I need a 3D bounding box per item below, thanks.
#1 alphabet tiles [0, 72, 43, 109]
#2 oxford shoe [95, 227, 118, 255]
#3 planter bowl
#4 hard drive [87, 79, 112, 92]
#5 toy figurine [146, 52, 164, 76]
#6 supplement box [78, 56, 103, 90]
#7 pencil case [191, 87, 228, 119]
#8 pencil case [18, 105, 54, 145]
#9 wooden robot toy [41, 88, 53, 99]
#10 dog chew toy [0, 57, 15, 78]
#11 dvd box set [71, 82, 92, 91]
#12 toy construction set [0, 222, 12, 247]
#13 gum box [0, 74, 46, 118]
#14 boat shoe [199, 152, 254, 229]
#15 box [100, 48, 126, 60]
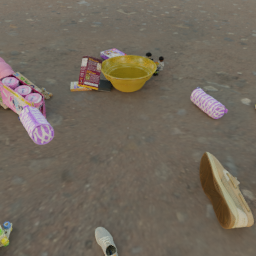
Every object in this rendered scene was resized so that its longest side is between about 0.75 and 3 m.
[{"bbox_3d":[-5.563,-1.741,13.015,1.976,0.089,2.364,37,48,22],"label":"alphabet tiles"},{"bbox_3d":[-0.557,2.986,7.291,0.406,0.312,1.080,-18,39,-18],"label":"oxford shoe"},{"bbox_3d":[0.008,-2.551,13.881,2.750,1.145,2.750,0,37,0],"label":"planter bowl"},{"bbox_3d":[-1.439,-2.171,13.994,1.233,0.203,0.860,7,37,-6],"label":"hard drive"},{"bbox_3d":[1.331,-3.532,15.399,1.225,0.866,1.244,18,41,23],"label":"toy figurine"},{"bbox_3d":[-1.445,-2.100,10.707,0.646,1.171,0.502,7,5,-37],"label":"supplement box"},{"bbox_3d":[3.500,-1.093,12.337,0.747,0.733,1.747,-5,38,-26],"label":"pencil case"},{"bbox_3d":[-2.318,-0.111,7.068,0.588,0.599,1.401,-22,34,-25],"label":"pencil case"},{"bbox_3d":[-3.827,-1.581,13.379,0.412,0.400,0.908,15,19,-46],"label":"wooden robot toy"},{"bbox_3d":[-6.541,-2.893,14.360,1.967,1.225,1.225,32,47,20],"label":"dog chew toy"},{"bbox_3d":[-2.365,-2.125,14.138,1.039,0.153,0.760,-5,38,-7],"label":"dvd box set"},{"bbox_3d":[-3.306,3.113,6.790,1.176,0.826,1.794,-18,30,-22],"label":"toy construction set"},{"bbox_3d":[-4.379,-1.178,11.739,2.168,1.230,0.717,33,47,21],"label":"gum box"},{"bbox_3d":[2.871,1.809,8.439,0.841,0.930,2.608,3,42,-11],"label":"boat shoe"},{"bbox_3d":[-0.801,-4.315,16.884,1.080,0.309,1.579,-24,43,-28],"label":"box"}]
